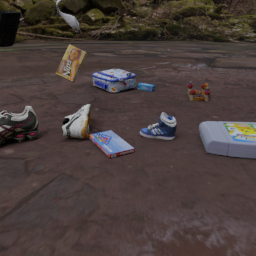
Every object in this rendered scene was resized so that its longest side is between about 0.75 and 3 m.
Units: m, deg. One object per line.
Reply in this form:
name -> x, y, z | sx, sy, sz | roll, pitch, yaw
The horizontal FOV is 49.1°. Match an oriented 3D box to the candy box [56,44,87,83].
candy box -> -2.420, -2.754, 12.017 | 0.806, 1.397, 0.386 | 25, 0, 1

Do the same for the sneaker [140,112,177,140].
sneaker -> 1.066, -0.135, 9.859 | 1.314, 0.962, 0.529 | 9, 23, 21

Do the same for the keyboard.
keyboard -> -3.061, -2.372, 6.962 | 0.656, 0.250, 1.261 | -13, -18, -34

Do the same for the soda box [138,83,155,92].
soda box -> 1.069, -2.371, 16.283 | 1.006, 0.323, 0.341 | 17, 27, 35

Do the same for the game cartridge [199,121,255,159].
game cartridge -> 3.981, 0.358, 9.250 | 2.961, 0.599, 1.975 | 1, 26, 4

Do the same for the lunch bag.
lunch bag -> -0.852, -2.831, 16.611 | 2.076, 0.979, 2.591 | -17, 27, -33

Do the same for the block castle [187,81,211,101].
block castle -> 3.706, -1.965, 14.707 | 1.065, 0.747, 1.593 | 3, 22, 6

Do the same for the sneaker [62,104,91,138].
sneaker -> -1.916, -0.334, 10.517 | 0.993, 0.857, 2.266 | -1, 21, -1

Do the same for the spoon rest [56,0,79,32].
spoon rest -> -2.330, -4.315, 10.815 | 0.431, 1.422, 0.706 | -23, 48, 10

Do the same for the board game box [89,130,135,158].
board game box -> -0.582, 0.505, 9.341 | 0.885, 0.167, 1.719 | -10, 24, -27

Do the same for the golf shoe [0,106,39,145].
golf shoe -> -4.318, 0.004, 9.338 | 2.601, 1.146, 1.004 | -18, 29, -34
